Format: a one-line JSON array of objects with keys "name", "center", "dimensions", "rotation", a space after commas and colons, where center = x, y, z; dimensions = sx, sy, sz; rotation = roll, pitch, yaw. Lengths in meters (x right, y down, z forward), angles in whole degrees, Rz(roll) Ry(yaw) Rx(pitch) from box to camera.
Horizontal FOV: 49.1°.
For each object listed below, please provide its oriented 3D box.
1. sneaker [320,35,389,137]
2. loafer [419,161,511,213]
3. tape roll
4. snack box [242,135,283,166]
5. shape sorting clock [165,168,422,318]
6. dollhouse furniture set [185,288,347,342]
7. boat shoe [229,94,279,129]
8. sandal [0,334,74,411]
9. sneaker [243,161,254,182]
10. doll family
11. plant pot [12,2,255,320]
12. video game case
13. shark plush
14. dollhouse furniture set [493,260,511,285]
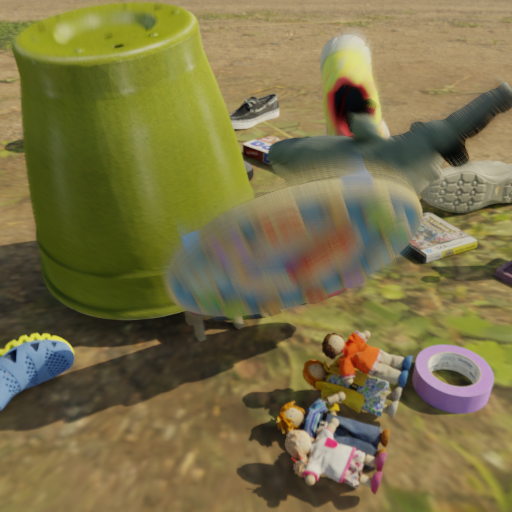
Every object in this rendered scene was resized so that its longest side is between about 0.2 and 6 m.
[{"name": "sneaker", "center": [1.699, -2.229, 9.838], "dimensions": [1.139, 2.915, 1.316], "rotation": [-13, 42, 17]}, {"name": "loafer", "center": [4.078, -1.350, 10.580], "dimensions": [2.519, 0.881, 0.879], "rotation": [-4, 26, -22]}, {"name": "tape roll", "center": [2.274, 1.417, 6.504], "dimensions": [0.863, 0.283, 0.863], "rotation": [0, 32, 0]}, {"name": "snack box", "center": [0.925, -2.114, 12.270], "dimensions": [2.586, 0.314, 0.930], "rotation": [27, 40, 36]}, {"name": "shape sorting clock", "center": [0.433, 0.054, 6.093], "dimensions": [2.841, 2.841, 0.557], "rotation": [-8, 60, -13]}, {"name": "dollhouse furniture set", "center": [0.020, 0.101, 7.964], "dimensions": [2.465, 1.002, 1.326], "rotation": [-16, 35, -24]}, {"name": "boat shoe", "center": [-0.125, -3.856, 14.793], "dimensions": [1.994, 0.676, 0.715], "rotation": [-27, 40, -36]}, {"name": "sandal", "center": [-2.852, 1.437, 6.189], "dimensions": [1.713, 0.681, 0.746], "rotation": [-20, 40, -16]}, {"name": "sneaker", "center": [-1.422, -2.185, 11.484], "dimensions": [2.874, 1.258, 1.069], "rotation": [12, 33, 20]}, {"name": "doll family", "center": [0.847, 1.644, 5.859], "dimensions": [1.127, 0.818, 1.816], "rotation": [17, 52, 14]}, {"name": "plant pot", "center": [-1.601, -1.422, 7.286], "dimensions": [3.236, 3.116, 3.236], "rotation": [-3, 38, 2]}, {"name": "video game case", "center": [2.887, -0.349, 9.521], "dimensions": [1.146, 0.162, 1.268], "rotation": [-15, 34, -22]}, {"name": "shark plush", "center": [1.724, -1.526, 8.501], "dimensions": [1.852, 1.698, 4.077], "rotation": [-28, 7, -28]}, {"name": "dollhouse furniture set", "center": [4.956, -0.195, 7.919], "dimensions": [1.738, 1.557, 2.194], "rotation": [-22, 38, -32]}]
